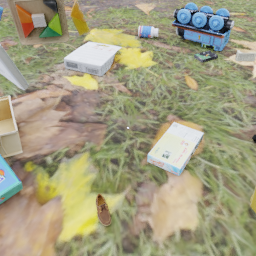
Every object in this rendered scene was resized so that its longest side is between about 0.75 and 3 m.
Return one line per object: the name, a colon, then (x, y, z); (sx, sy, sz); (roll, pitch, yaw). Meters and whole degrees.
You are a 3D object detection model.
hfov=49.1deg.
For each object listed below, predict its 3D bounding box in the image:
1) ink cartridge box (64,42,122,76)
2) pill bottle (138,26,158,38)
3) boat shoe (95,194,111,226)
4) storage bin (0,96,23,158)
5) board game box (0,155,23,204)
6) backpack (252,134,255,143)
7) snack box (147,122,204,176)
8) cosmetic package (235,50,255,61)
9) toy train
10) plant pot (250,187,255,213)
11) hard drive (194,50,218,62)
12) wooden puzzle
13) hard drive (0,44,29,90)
ink cartridge box: (-1.430, -3.023, 11.991); (1.724, 0.509, 2.154); (14, 39, 17)
pill bottle: (1.022, -4.797, 14.004); (0.963, 0.540, 0.540); (7, 41, 8)
boat shoe: (-0.581, 1.839, 6.352); (0.283, 0.266, 0.788); (-12, 42, -14)
storage bin: (-4.104, 0.076, 7.986); (1.814, 0.856, 1.827); (-16, 43, -19)
board game box: (-3.977, 0.904, 6.342); (1.954, 0.578, 2.569); (-34, 76, -29)
backpack: (4.705, 0.072, 7.675); (1.587, 1.275, 1.734); (-32, 53, -27)
snack box: (1.361, 0.530, 7.867); (0.963, 0.307, 1.657); (23, 45, 24)
cosmetic package: (5.104, -3.124, 12.129); (0.784, 0.413, 0.279); (2, 41, 1)
toy train: (3.420, -4.707, 13.039); (2.859, 1.633, 1.239); (22, 49, 24)
plant pot: (3.727, 1.339, 5.864); (1.888, 1.845, 1.833); (19, 43, 30)
hard drive: (3.434, -3.156, 12.350); (0.870, 0.165, 0.608); (-19, 44, -21)
wooden puzzle: (-1.743, -2.185, 5.592); (1.799, 1.214, 0.210); (-11, 50, -2)
hard drive: (-2.989, -1.599, 6.320); (1.173, 1.779, 0.234); (35, 75, 9)
